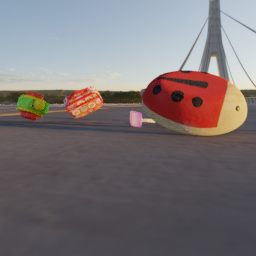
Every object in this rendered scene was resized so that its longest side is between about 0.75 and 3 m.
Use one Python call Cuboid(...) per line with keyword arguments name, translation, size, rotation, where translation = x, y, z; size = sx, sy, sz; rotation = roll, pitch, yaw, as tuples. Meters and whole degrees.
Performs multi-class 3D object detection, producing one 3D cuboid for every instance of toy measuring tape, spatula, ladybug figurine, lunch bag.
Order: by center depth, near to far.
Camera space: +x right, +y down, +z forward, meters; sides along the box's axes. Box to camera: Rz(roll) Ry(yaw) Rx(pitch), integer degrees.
Cuboid(name="ladybug figurine", translation=(1.572, -0.748, 6.955), size=(2.696, 0.970, 1.830), rotation=(9, 52, 16))
Cuboid(name="spatula", translation=(0.745, -0.220, 8.848), size=(1.656, 0.468, 0.170), rotation=(6, -6, -28))
Cuboid(name="toy measuring tape", translation=(-3.580, -0.744, 10.097), size=(1.013, 1.013, 2.753), rotation=(-3, 0, -30))
Cuboid(name="lunch bag", translation=(-1.739, -1.045, 10.814), size=(1.391, 0.570, 1.225), rotation=(-26, -30, 3))
